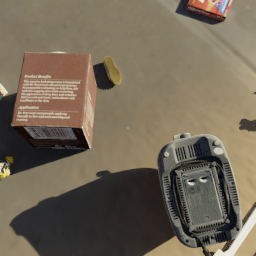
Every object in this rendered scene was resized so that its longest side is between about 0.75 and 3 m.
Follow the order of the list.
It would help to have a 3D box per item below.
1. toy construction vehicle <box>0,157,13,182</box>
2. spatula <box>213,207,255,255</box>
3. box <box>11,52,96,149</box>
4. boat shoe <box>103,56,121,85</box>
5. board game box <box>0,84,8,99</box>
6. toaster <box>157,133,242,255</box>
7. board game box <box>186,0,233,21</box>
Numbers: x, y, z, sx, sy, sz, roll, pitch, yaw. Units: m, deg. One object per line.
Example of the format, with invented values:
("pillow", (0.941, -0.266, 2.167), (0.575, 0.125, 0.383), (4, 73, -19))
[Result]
("toy construction vehicle", (-3.406, 1.034, 6.816), (0.994, 0.402, 1.142), (-3, 24, -7))
("spatula", (3.108, 3.151, 6.477), (1.912, 0.221, 2.750), (39, 72, 18))
("box", (-1.737, -0.633, 7.144), (1.648, 1.631, 1.986), (2, 69, 1))
("boat shoe", (-0.486, -1.669, 8.317), (0.350, 0.302, 0.959), (-21, 76, -24))
("board game box", (-3.993, -0.905, 7.861), (0.512, 0.503, 0.977), (37, 73, 13))
("toaster", (1.462, 1.371, 6.121), (1.454, 1.653, 2.559), (-14, 86, 2))
("board game box", (3.043, -4.829, 9.536), (1.320, 0.249, 2.565), (22, 70, 9))
